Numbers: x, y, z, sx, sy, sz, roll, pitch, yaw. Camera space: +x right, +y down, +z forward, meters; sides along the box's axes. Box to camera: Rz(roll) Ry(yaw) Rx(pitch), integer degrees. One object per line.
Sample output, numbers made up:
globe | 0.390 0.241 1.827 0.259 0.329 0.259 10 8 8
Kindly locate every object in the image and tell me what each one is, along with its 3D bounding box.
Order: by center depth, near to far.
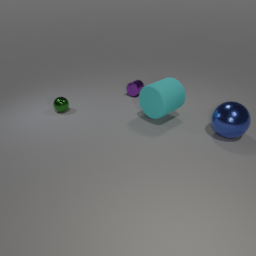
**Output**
ball | 3.845 -0.302 10.507 1.400 1.400 1.400 0 29 0
cylinder | 1.414 -1.251 11.614 1.400 1.400 1.400 -26 38 -38
ball | -3.003 -1.060 12.591 0.700 0.700 0.700 0 29 0
cylinder | 0.381 -2.047 14.279 0.700 0.700 0.700 16 29 27
